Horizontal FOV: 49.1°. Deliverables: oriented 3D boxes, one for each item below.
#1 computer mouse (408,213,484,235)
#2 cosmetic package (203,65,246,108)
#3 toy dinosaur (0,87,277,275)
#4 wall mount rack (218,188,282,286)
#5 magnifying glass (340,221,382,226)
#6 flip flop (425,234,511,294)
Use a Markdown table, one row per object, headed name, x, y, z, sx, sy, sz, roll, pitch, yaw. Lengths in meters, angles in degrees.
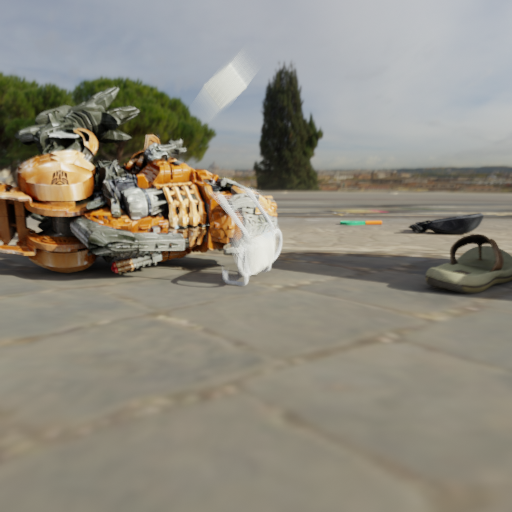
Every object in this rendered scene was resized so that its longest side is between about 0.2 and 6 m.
| name | x | y | z | sx | sy | sz | roll | pitch | yaw |
| --- | --- | --- | --- | --- | --- | --- | --- | --- | --- |
| computer mouse | 4.422 | -0.664 | 12.899 | 1.593 | 0.420 | 1.103 | -8 | 3 | 33 |
| cosmetic package | -0.510 | -2.781 | 9.208 | 0.551 | 0.458 | 0.461 | -37 | 15 | 7 |
| toy dinosaur | -2.504 | -0.922 | 8.065 | 5.310 | 2.712 | 3.604 | 19 | 18 | -21 |
| wall mount rack | -0.098 | -0.247 | 6.985 | 0.470 | 1.094 | 1.259 | 8 | 15 | 24 |
| magnifying glass | 2.857 | -0.898 | 15.306 | 1.132 | 0.127 | 0.451 | 1 | 8 | 1 |
| flip flop | 2.733 | 0.036 | 7.060 | 0.830 | 0.590 | 2.048 | 7 | 10 | 39 |
